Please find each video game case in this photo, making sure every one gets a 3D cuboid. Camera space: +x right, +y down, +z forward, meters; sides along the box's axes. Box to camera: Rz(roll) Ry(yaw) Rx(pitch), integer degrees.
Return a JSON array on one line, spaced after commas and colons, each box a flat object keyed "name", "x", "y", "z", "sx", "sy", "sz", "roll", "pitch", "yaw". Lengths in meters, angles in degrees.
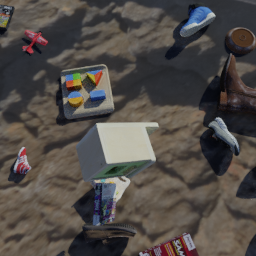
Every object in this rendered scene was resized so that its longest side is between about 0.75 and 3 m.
[{"name": "video game case", "x": -0.657, "y": 2.190, "z": 8.219, "sx": 0.227, "sy": 1.268, "sz": 1.149, "roll": -1, "pitch": 79, "yaw": 16}, {"name": "video game case", "x": -6.207, "y": -5.263, "z": 13.189, "sx": 1.412, "sy": 0.180, "sz": 1.276, "roll": 9, "pitch": 71, "yaw": 2}]

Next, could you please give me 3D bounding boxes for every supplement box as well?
[{"name": "supplement box", "x": 1.438, "y": 4.469, "z": 9.672, "sx": 1.870, "sy": 0.569, "sz": 1.018, "roll": -21, "pitch": 73, "yaw": -8}]

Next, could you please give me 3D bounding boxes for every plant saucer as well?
[{"name": "plant saucer", "x": 5.170, "y": -4.038, "z": 12.736, "sx": 1.420, "sy": 0.260, "sz": 1.420, "roll": 0, "pitch": 71, "yaw": 1}]

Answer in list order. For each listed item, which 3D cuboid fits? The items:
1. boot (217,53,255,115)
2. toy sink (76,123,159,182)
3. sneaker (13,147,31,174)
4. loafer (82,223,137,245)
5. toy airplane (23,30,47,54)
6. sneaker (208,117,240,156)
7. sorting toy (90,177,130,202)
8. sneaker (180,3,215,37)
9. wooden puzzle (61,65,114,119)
[{"name": "boot", "x": 5.251, "y": -1.658, "z": 11.575, "sx": 2.770, "sy": 0.890, "sz": 2.582, "roll": 10, "pitch": 84, "yaw": 7}, {"name": "toy sink", "x": -0.126, "y": 0.682, "z": 7.741, "sx": 2.105, "sy": 1.372, "sz": 1.179, "roll": -1, "pitch": 64, "yaw": -37}, {"name": "sneaker", "x": -4.001, "y": 1.284, "z": 10.864, "sx": 0.573, "sy": 0.363, "sz": 1.018, "roll": 11, "pitch": 79, "yaw": 8}, {"name": "loafer", "x": -0.651, "y": 3.765, "z": 9.920, "sx": 1.945, "sy": 0.710, "sz": 0.690, "roll": 1, "pitch": 82, "yaw": 6}, {"name": "toy airplane", "x": -4.271, "y": -3.888, "z": 12.684, "sx": 1.321, "sy": 0.243, "sz": 1.321, "roll": -1, "pitch": 70, "yaw": 3}, {"name": "sneaker", "x": 3.800, "y": 0.416, "z": 11.084, "sx": 0.672, "sy": 0.627, "sz": 1.696, "roll": -30, "pitch": 67, "yaw": 0}, {"name": "sorting toy", "x": -0.593, "y": 2.080, "z": 10.484, "sx": 1.187, "sy": 0.704, "sz": 1.319, "roll": -38, "pitch": 74, "yaw": -20}, {"name": "sneaker", "x": 2.917, "y": -5.004, "z": 12.767, "sx": 2.003, "sy": 0.769, "sz": 1.114, "roll": -33, "pitch": 80, "yaw": -15}, {"name": "wooden puzzle", "x": -1.754, "y": -1.608, "z": 11.767, "sx": 2.058, "sy": 0.515, "sz": 2.222, "roll": -9, "pitch": 72, "yaw": -4}]
